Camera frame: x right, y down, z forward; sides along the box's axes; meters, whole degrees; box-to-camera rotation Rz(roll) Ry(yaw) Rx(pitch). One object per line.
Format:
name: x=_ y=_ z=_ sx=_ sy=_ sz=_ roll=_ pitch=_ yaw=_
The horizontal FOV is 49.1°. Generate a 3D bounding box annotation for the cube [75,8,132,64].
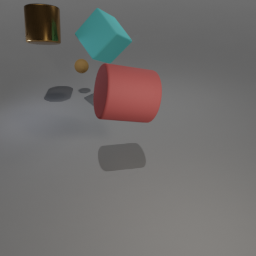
cube: x=-0.973 y=-3.665 z=11.341 sx=1.400 sy=1.400 sz=1.400 roll=55 pitch=24 yaw=12

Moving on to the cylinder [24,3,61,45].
cylinder: x=-3.481 y=-4.188 z=11.449 sx=1.400 sy=1.400 sz=1.400 roll=0 pitch=11 yaw=0

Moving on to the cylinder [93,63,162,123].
cylinder: x=-0.052 y=-0.875 z=7.250 sx=1.400 sy=1.400 sz=1.400 roll=4 pitch=28 yaw=-21

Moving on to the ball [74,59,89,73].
ball: x=-2.297 y=-3.062 z=13.849 sx=0.700 sy=0.700 sz=0.700 roll=0 pitch=31 yaw=0
